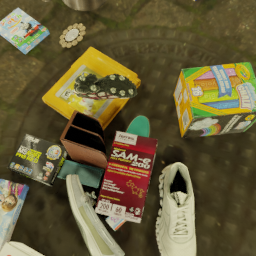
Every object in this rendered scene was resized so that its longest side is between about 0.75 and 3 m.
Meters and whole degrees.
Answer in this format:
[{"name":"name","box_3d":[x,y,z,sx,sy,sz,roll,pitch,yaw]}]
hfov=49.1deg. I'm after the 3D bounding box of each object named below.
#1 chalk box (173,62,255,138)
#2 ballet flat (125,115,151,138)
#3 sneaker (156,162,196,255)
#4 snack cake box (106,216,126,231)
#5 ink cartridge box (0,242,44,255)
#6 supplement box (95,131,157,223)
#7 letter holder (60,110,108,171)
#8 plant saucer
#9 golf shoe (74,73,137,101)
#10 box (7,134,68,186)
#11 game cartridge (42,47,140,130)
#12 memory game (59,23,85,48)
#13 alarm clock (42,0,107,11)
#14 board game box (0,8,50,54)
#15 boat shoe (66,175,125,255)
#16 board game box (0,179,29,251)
[{"name":"chalk box","box_3d":[2.911,-0.825,8.449,2.654,1.657,1.645,-6,68,-4]},{"name":"ballet flat","box_3d":[0.162,0.780,8.208,0.778,0.783,2.289,12,77,7]},{"name":"sneaker","box_3d":[1.307,2.296,7.434,1.078,1.162,2.868,-1,69,-2]},{"name":"snack cake box","box_3d":[-0.102,2.320,7.707,1.046,0.602,0.352,-41,73,-15]},{"name":"ink cartridge box","box_3d":[-2.657,4.295,6.646,1.812,1.041,2.497,24,70,9]},{"name":"supplement box","box_3d":[0.004,1.264,7.361,1.175,0.657,2.159,11,72,7]},{"name":"letter holder","box_3d":[-0.977,0.449,7.838,1.262,1.776,0.893,20,68,8]},{"name":"plant saucer","box_3d":[-1.554,1.312,8.277,1.650,0.157,0.577,12,68,13]},{"name":"golf shoe","box_3d":[-0.698,-1.220,8.675,1.960,0.863,0.757,4,72,-17]},{"name":"box","box_3d":[-2.662,0.933,8.335,1.464,0.324,1.173,18,69,15]},{"name":"game cartridge","box_3d":[-1.151,-1.276,9.295,2.267,0.417,2.572,33,72,12]},{"name":"memory game","box_3d":[-1.994,-3.316,10.044,1.104,0.070,1.104,-11,60,20]},{"name":"alarm clock","box_3d":[-1.972,-5.456,10.773,2.915,0.970,1.966,-22,69,-5]},{"name":"board game box","box_3d":[-3.914,-3.591,10.306,1.618,0.296,1.224,37,73,15]},{"name":"boat shoe","box_3d":[-0.970,2.392,7.540,0.824,0.947,2.570,-22,73,-15]},{"name":"board game box","box_3d":[-4.265,2.455,7.697,2.318,0.503,2.307,11,69,5]}]
